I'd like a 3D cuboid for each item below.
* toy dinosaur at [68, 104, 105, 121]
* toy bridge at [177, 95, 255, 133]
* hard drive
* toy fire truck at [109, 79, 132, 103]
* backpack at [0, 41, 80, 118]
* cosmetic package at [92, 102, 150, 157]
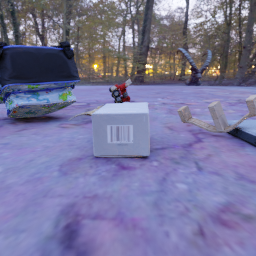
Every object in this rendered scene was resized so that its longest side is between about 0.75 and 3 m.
[{"bbox_3d":[-0.997,-0.466,8.926,1.691,0.492,0.855,4,12,19],"label":"toy dinosaur"},{"bbox_3d":[2.087,-0.253,6.405,0.291,0.719,2.139,-33,16,-32],"label":"toy bridge"},{"bbox_3d":[3.098,0.104,6.230,1.295,0.305,1.856,-1,10,-3],"label":"hard drive"},{"bbox_3d":[-0.162,-1.547,12.033,1.109,0.976,0.714,-31,36,-10],"label":"toy fire truck"},{"bbox_3d":[-3.187,-1.428,9.231,2.606,2.093,2.848,-12,3,-34],"label":"backpack"},{"bbox_3d":[-0.067,-0.050,5.678,1.032,0.872,1.933,-1,8,6],"label":"cosmetic package"}]
